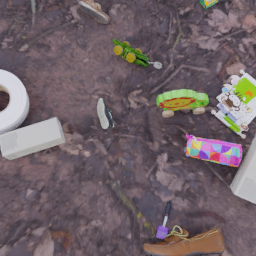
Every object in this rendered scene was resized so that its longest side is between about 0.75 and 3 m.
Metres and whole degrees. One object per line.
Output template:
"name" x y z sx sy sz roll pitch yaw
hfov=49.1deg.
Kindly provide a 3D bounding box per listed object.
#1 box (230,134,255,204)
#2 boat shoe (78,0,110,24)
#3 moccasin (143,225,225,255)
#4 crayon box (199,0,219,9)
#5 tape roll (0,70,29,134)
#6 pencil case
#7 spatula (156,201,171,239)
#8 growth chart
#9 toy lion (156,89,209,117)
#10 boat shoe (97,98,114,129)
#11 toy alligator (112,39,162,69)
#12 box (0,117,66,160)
"box" 4.847 1.372 10.315 1.086 0.904 2.643 24 101 8
"boat shoe" -1.537 -5.643 13.352 1.780 0.674 0.639 37 74 10
"moccasin" 1.968 4.017 9.937 2.877 1.052 1.110 -6 70 -2
"crayon box" 3.989 -6.254 13.758 0.825 0.240 0.490 -32 75 -10
"tape roll" -5.405 -1.079 11.422 2.566 0.897 2.566 3 78 -12
"pencil case" 3.209 0.841 10.638 2.124 0.939 0.939 11 71 18
"spatula" 1.428 3.457 10.601 0.405 0.147 1.433 16 72 4
"growth chart" 4.852 -1.132 12.080 2.015 0.247 2.785 37 75 12
"toy lion" 2.172 -1.062 11.074 2.117 2.029 0.727 -5 77 -2
"boat shoe" -0.948 -0.601 11.841 0.493 0.523 1.457 3 59 -38
"toy alligator" 0.306 -3.136 12.527 2.566 0.617 0.850 34 43 11
"box" -3.817 0.435 11.246 2.372 0.811 0.975 -17 72 -6
